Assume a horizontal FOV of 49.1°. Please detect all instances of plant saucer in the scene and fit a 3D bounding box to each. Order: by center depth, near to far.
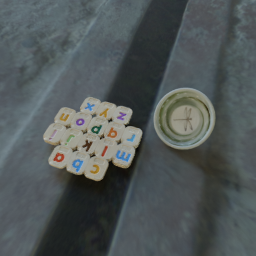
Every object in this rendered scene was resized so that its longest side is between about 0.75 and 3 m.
[{"bbox_3d":[1.443,-0.224,7.150,1.555,0.390,1.555,-3,82,24],"label":"plant saucer"}]

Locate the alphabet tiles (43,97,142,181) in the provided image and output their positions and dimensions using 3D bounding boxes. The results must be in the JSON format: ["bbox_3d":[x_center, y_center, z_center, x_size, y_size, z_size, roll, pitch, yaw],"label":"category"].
[{"bbox_3d":[-0.888,0.201,7.203,2.350,0.171,2.298,17,55,10],"label":"alphabet tiles"}]
